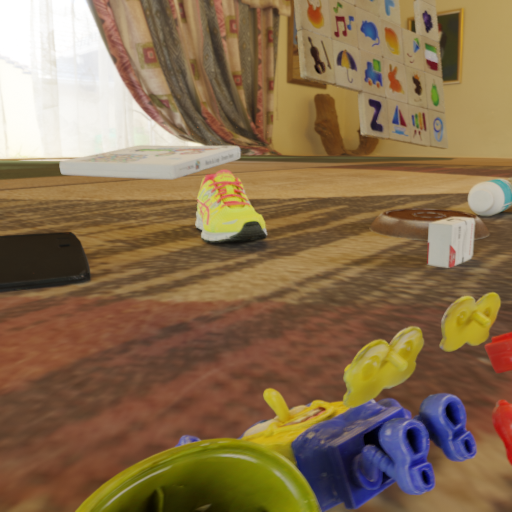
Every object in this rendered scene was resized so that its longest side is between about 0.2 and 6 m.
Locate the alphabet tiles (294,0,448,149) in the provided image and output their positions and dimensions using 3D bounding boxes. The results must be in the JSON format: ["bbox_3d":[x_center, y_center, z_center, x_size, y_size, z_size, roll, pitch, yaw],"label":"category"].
[{"bbox_3d":[1.547,-2.759,7.098,3.107,2.597,0.117,-4,-1,-44],"label":"alphabet tiles"}]

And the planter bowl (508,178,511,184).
[{"bbox_3d":[6.459,-1.413,13.069,1.140,0.767,1.140,1,12,0],"label":"planter bowl"}]

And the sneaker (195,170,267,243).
[{"bbox_3d":[-0.554,-0.906,9.829,1.010,1.167,2.585,-3,14,-22],"label":"sneaker"}]

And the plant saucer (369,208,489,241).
[{"bbox_3d":[3.235,-0.627,10.527,2.160,0.346,2.160,-1,13,0],"label":"plant saucer"}]

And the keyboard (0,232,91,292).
[{"bbox_3d":[-3.590,0.184,6.953,2.851,0.565,1.484,-4,36,-22],"label":"keyboard"}]

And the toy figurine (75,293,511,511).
[{"bbox_3d":[0.214,1.076,2.300,2.249,1.186,1.347,-16,-11,-38],"label":"toy figurine"}]

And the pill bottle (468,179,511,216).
[{"bbox_3d":[5.266,-1.311,12.601,0.768,0.768,1.387,10,16,38],"label":"pill bottle"}]

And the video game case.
[{"bbox_3d":[-1.062,-0.992,5.792,1.388,0.164,1.264,7,20,26],"label":"video game case"}]

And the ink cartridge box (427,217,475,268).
[{"bbox_3d":[2.755,-0.205,7.919,0.344,0.610,0.831,9,14,40],"label":"ink cartridge box"}]
